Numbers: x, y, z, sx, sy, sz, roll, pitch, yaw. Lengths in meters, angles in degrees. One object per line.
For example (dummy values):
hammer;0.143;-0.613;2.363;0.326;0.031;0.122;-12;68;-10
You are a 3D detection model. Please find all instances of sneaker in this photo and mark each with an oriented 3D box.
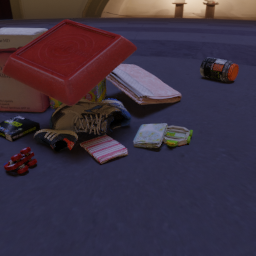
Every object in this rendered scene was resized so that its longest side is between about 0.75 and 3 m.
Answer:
sneaker;-2.014;0.373;7.503;1.307;0.490;0.552;-3;52;21
sneaker;-0.971;-0.289;8.160;2.585;0.996;1.101;-14;37;-36

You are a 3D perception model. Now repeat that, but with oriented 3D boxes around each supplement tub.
supplement tub;4.319;-2.768;13.272;0.967;0.967;1.579;-24;35;-39

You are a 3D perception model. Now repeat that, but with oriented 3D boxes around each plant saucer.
plant saucer;-1.548;-1.944;7.263;2.631;0.484;2.636;26;56;27

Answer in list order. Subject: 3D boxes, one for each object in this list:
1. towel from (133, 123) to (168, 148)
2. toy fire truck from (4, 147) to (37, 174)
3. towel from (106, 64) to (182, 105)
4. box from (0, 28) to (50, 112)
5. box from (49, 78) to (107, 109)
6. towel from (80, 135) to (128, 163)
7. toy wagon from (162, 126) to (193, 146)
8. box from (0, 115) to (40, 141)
towel;0.626;0.201;7.804;0.790;0.222;0.922;0;38;25
toy fire truck;-2.630;0.806;6.723;0.645;0.430;0.768;-14;17;29
towel;0.415;-1.751;10.561;2.644;0.426;2.525;41;30;29
box;-3.692;-2.044;9.839;1.710;2.674;1.457;2;26;4
box;-1.831;-1.471;10.522;1.750;1.068;1.686;3;27;6
towel;-0.655;0.546;7.465;0.871;0.178;1.190;-16;28;-30
toy wagon;1.308;0.252;7.958;0.931;0.237;1.200;9;28;18
box;-3.402;-0.013;8.479;1.045;0.248;1.009;17;34;31
